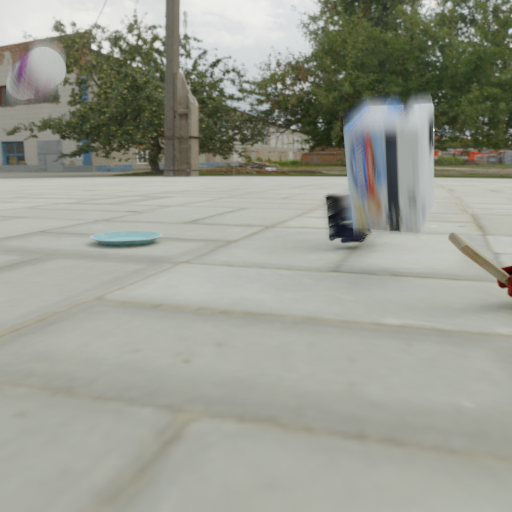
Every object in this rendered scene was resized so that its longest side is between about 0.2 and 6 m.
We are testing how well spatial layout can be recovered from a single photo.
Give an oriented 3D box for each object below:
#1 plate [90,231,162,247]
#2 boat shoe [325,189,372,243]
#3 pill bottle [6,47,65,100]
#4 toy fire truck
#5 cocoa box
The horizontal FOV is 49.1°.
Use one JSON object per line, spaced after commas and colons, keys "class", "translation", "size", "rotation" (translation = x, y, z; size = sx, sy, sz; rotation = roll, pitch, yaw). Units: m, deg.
{"class": "plate", "translation": [-2.562, -0.328, 11.094], "size": [1.389, 0.178, 1.389], "rotation": [-1, 10, 0]}
{"class": "boat shoe", "translation": [2.093, -0.824, 10.798], "size": [2.059, 0.955, 0.769], "rotation": [-13, 19, -38]}
{"class": "pill bottle", "translation": [-2.483, -2.003, 6.249], "size": [0.733, 0.411, 0.411], "rotation": [-11, 0, 43]}
{"class": "toy fire truck", "translation": [3.124, 0.197, 5.927], "size": [1.806, 1.162, 1.590], "rotation": [-12, 12, -3]}
{"class": "cocoa box", "translation": [1.912, -1.251, 7.952], "size": [1.017, 1.550, 1.034], "rotation": [6, 33, 27]}
